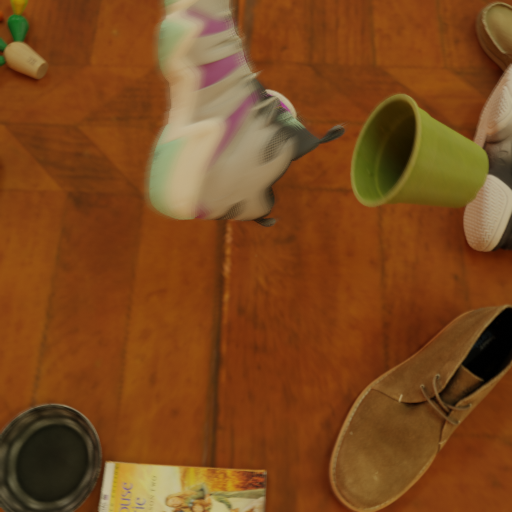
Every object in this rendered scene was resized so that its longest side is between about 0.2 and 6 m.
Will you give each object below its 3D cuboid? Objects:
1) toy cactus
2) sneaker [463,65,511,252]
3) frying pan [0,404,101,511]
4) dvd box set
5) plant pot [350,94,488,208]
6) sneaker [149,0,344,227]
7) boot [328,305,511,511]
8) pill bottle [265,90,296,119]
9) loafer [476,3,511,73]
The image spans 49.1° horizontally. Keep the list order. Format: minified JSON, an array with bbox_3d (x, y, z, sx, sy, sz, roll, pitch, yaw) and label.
[{"bbox_3d":[-4.608,-3.881,10.097,1.795,1.112,2.175,31,64,1],"label":"toy cactus"},{"bbox_3d":[4.546,-1.468,9.029,1.865,1.236,3.277,14,76,4],"label":"sneaker"},{"bbox_3d":[-3.378,3.068,7.748,2.571,0.418,1.555,-22,70,-6],"label":"frying pan"},{"bbox_3d":[-1.009,3.685,7.553,2.233,0.328,1.634,4,69,1],"label":"dvd box set"},{"bbox_3d":[2.067,-1.121,6.846,1.283,1.351,1.351,12,68,-21],"label":"plant pot"},{"bbox_3d":[-0.004,-1.712,6.164,2.030,1.128,2.901,10,114,3],"label":"sneaker"},{"bbox_3d":[2.353,1.964,7.663,1.328,1.362,3.608,43,76,12],"label":"boot"},{"bbox_3d":[-0.041,-1.993,9.416,0.794,0.794,1.523,32,74,11],"label":"pill bottle"},{"bbox_3d":[4.794,-3.715,10.044,0.895,0.794,2.353,-20,71,-7],"label":"loafer"}]
